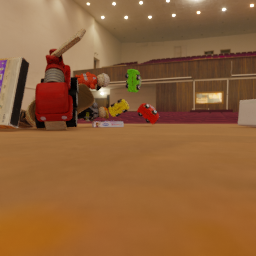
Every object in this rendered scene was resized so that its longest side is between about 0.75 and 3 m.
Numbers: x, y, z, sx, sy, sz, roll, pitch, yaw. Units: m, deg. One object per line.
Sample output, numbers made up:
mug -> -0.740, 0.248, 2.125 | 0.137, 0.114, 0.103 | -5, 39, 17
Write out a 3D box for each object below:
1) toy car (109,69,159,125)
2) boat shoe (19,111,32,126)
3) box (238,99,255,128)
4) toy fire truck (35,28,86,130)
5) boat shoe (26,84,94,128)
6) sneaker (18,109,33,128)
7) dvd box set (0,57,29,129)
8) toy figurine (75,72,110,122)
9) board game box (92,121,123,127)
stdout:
toy car -> 0.278, -1.359, 11.480 | 2.291, 2.156, 0.511 | 11, 24, 24
boat shoe -> -2.712, -0.259, 7.336 | 0.879, 0.328, 0.322 | 5, -16, -6
box -> 4.010, -0.440, 8.750 | 0.711, 0.830, 0.826 | 5, -1, -31
toy fire truck -> -1.390, -1.039, 5.795 | 1.150, 1.573, 1.788 | -2, -39, -5
boat shoe -> -2.001, -0.565, 8.068 | 0.918, 1.020, 2.827 | -24, 10, 27
sneaker -> -3.337, -0.239, 7.807 | 1.465, 0.513, 0.795 | 9, -13, -28
dvd box set -> -3.126, -0.704, 5.869 | 2.033, 1.488, 0.299 | -1, -17, 15
toy figurine -> -1.328, -1.077, 9.983 | 1.205, 1.705, 1.732 | -4, 1, -21
board game box -> -0.771, -0.145, 10.315 | 1.053, 0.217, 1.051 | 0, 1, -12
